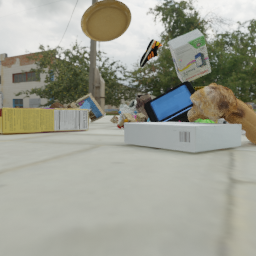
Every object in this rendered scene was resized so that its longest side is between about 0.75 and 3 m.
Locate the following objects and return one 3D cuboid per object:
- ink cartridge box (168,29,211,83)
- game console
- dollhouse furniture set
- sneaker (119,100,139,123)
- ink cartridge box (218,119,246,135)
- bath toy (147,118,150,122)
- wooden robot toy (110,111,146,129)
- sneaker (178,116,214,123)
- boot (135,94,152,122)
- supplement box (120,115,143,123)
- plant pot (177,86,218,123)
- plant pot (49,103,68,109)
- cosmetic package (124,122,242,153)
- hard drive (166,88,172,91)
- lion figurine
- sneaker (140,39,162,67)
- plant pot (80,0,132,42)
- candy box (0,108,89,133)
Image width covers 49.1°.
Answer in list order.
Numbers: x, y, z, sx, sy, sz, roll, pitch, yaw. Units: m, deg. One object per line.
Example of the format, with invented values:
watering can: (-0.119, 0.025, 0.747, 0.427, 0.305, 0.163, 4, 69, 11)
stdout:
ink cartridge box: (2.641, -2.995, 11.897, 1.340, 1.844, 0.807, -23, 43, 5)
game console: (1.484, -0.774, 9.453, 1.893, 1.101, 1.664, -29, -1, 10)
dollhouse furniture set: (-2.831, -0.523, 16.411, 2.315, 1.600, 2.452, -22, 24, 30)
sneaker: (0.648, -0.924, 15.737, 2.661, 1.322, 1.037, -2, -4, -40)
ink cartridge box: (3.355, -0.056, 8.626, 0.792, 0.461, 1.095, 0, 3, -6)
bath toy: (1.321, -0.287, 11.897, 0.585, 0.688, 1.583, 22, 3, -14)
wooden robot toy: (0.123, -0.164, 11.135, 1.744, 0.768, 0.791, -3, 40, -47)
sneaker: (2.559, -0.336, 10.860, 1.205, 1.104, 2.876, -35, 2, 14)
boot: (1.172, -1.003, 14.436, 0.731, 1.522, 2.082, -28, 24, -37)
supplement box: (0.170, -0.333, 13.077, 1.008, 0.521, 0.510, -1, 2, -39)
plant pot: (3.279, -0.800, 12.442, 1.528, 1.733, 1.733, 11, -6, -44)
plant pot: (-3.411, -0.642, 14.792, 1.232, 1.152, 1.152, 18, 12, 27)
cosmetic package: (1.009, 0.120, 5.463, 1.381, 0.473, 1.831, -5, 5, -38)
hard drive: (2.611, -1.140, 14.887, 1.458, 2.086, 0.395, -1, 37, -12)
lion figurine: (2.230, -0.211, 5.615, 2.336, 0.846, 1.430, 23, 16, -8)
sneaker: (1.234, -3.893, 15.030, 0.737, 1.639, 0.573, 21, 28, -17)
plant pot: (-0.662, -3.267, 8.619, 1.599, 1.599, 0.220, 1, -21, 9)
candy box: (-3.001, -0.277, 9.537, 2.908, 0.821, 1.697, -1, 2, -40)
